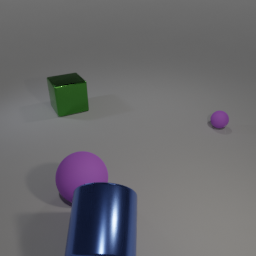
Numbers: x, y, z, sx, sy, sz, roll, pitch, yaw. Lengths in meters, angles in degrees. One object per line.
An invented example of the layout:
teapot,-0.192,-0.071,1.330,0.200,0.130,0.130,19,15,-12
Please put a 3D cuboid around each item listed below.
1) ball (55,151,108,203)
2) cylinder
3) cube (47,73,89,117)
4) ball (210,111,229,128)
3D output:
ball,-1.231,1.328,7.531,1.400,1.400,1.400,0,30,0
cylinder,-0.515,2.028,5.815,1.400,1.400,1.400,1,57,2
cube,-2.675,-1.514,12.470,1.400,1.400,1.400,-15,33,-23
ball,3.638,-0.342,11.112,0.700,0.700,0.700,0,30,0
